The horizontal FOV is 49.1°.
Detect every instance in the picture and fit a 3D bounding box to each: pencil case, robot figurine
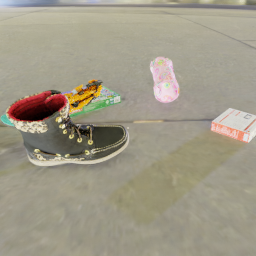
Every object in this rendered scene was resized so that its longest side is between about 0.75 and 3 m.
[{"bbox_3d":[1.132,-1.598,8.975,0.821,0.821,1.879,-1,39,-1],"label":"pencil case"},{"bbox_3d":[-1.251,-0.943,7.900,0.378,0.941,1.297,45,55,13],"label":"robot figurine"}]

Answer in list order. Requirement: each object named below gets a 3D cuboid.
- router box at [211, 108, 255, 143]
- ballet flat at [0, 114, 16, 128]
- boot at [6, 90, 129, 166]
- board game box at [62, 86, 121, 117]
[{"bbox_3d":[3.067,-0.109,7.792,1.051,0.286,1.171,23,36,36],"label":"router box"},{"bbox_3d":[-2.836,-0.139,7.610,1.187,0.433,0.433,1,26,-24],"label":"ballet flat"},{"bbox_3d":[-1.128,0.017,5.644,2.258,1.700,0.826,-6,56,-1],"label":"boot"},{"bbox_3d":[-1.468,-0.929,9.249,2.073,0.302,1.395,-19,34,-31],"label":"board game box"}]
